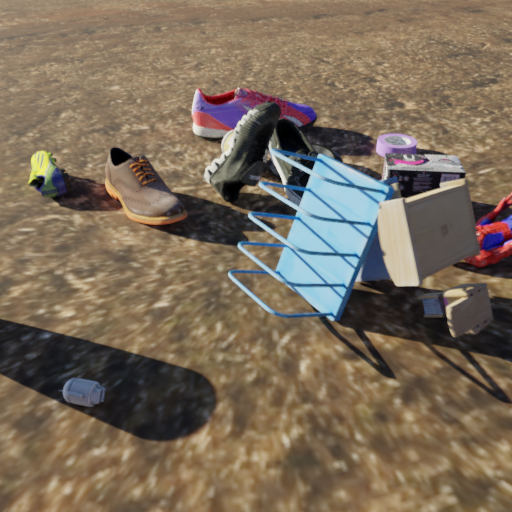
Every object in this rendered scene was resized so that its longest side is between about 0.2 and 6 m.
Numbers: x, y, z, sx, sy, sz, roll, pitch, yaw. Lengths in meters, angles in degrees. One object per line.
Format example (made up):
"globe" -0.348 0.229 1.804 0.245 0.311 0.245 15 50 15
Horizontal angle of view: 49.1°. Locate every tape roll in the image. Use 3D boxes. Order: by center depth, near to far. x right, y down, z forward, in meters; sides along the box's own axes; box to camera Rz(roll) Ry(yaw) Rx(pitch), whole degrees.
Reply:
"tape roll" 3.567 -2.780 14.228 0.977 0.320 0.977 1 32 0

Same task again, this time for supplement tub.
"supplement tub" -0.270 -2.503 13.370 0.775 0.775 1.073 -18 37 -25

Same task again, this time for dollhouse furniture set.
"dollhouse furniture set" 1.822 0.097 8.453 1.630 2.358 2.497 -18 8 -38

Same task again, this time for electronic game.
"electronic game" 1.171 -2.164 13.208 1.761 0.366 1.761 -1 42 0

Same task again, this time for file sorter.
"file sorter" 0.694 -0.327 8.409 1.351 2.203 1.528 2 25 -40

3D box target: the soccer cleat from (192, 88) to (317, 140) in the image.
"soccer cleat" -0.002 -3.930 15.119 3.450 1.262 1.177 -5 33 -8

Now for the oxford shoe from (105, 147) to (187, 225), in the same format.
"oxford shoe" -2.389 -1.454 11.544 0.981 1.003 2.751 -26 41 -34

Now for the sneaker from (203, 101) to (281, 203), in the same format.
"sneaker" -0.129 -2.015 11.512 0.807 2.429 1.099 -4 56 -47

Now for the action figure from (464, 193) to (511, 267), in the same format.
"action figure" 4.719 -0.526 10.080 3.254 0.841 1.065 -19 38 -4

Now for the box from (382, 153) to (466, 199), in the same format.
"box" 3.418 -1.527 11.655 1.525 1.008 0.875 3 33 4

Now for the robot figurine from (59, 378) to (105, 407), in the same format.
"robot figurine" -2.242 1.759 7.224 0.566 0.320 0.480 8 -5 12

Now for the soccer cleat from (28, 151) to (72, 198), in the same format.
"soccer cleat" -4.786 -1.843 12.527 0.797 0.616 1.906 -25 40 -25

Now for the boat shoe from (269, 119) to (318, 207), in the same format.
"boat shoe" 0.970 -1.927 12.080 0.998 0.823 2.909 -16 47 -14
